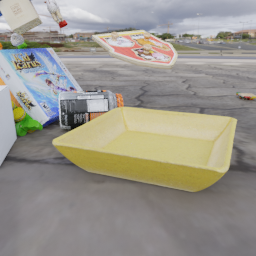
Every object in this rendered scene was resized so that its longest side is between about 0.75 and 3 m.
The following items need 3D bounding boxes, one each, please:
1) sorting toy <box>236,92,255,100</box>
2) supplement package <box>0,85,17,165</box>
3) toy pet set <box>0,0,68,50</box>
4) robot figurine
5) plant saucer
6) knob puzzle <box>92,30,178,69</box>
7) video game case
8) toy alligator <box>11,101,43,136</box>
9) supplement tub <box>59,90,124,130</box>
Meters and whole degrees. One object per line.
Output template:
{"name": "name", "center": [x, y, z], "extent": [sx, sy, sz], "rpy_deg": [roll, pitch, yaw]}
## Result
{"name": "sorting toy", "center": [5.027, -1.306, 11.804], "extent": [0.573, 0.201, 1.188], "rpy_deg": [0, 17, 1]}
{"name": "supplement package", "center": [-3.104, -0.076, 5.922], "extent": [0.973, 1.366, 1.754], "rpy_deg": [-4, 18, -9]}
{"name": "toy pet set", "center": [-3.010, -3.056, 7.556], "extent": [2.278, 1.210, 2.127], "rpy_deg": [-29, 9, -2]}
{"name": "robot figurine", "center": [-4.322, -1.507, 9.905], "extent": [1.953, 1.583, 2.715], "rpy_deg": [-8, 31, -25]}
{"name": "plant saucer", "center": [0.556, 0.326, 5.762], "extent": [3.000, 0.727, 2.999], "rpy_deg": [7, 20, 22]}
{"name": "knob puzzle", "center": [0.526, -2.787, 9.487], "extent": [3.032, 0.420, 3.032], "rpy_deg": [9, 37, -6]}
{"name": "video game case", "center": [-2.602, -1.403, 8.840], "extent": [0.587, 2.343, 2.584], "rpy_deg": [-36, 3, 25]}
{"name": "toy alligator", "center": [-3.231, -0.344, 7.626], "extent": [2.412, 0.715, 0.654], "rpy_deg": [30, 72, 30]}
{"name": "supplement tub", "center": [-1.035, -0.518, 7.877], "extent": [1.728, 1.059, 1.059], "rpy_deg": [-3, 18, -12]}
